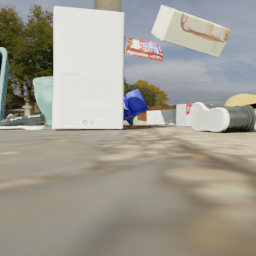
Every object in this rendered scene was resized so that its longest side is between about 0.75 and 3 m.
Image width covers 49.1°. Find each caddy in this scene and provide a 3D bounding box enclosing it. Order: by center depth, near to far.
[{"bbox_3d":[-0.066,-0.682,11.519,1.698,1.261,2.401,-22,3,-4],"label":"caddy"}]

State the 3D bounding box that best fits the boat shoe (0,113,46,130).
[{"bbox_3d":[-2.488,-0.152,6.343,1.241,0.374,0.469,0,1,-4],"label":"boat shoe"}]

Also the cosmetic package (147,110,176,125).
[{"bbox_3d":[2.016,-0.539,14.695,1.099,0.800,2.162,0,-1,-30],"label":"cosmetic package"}]

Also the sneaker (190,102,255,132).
[{"bbox_3d":[1.674,-0.171,5.052,0.753,0.537,1.518,2,6,-11],"label":"sneaker"}]

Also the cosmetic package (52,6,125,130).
[{"bbox_3d":[-0.992,-1.230,6.891,1.533,2.495,2.487,-1,2,-10],"label":"cosmetic package"}]

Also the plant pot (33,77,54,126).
[{"bbox_3d":[-2.326,-0.941,10.892,2.609,1.748,2.609,1,1,0],"label":"plant pot"}]

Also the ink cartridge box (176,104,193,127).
[{"bbox_3d":[2.328,-0.437,9.767,1.071,0.778,0.775,0,1,-18],"label":"ink cartridge box"}]

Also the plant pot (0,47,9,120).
[{"bbox_3d":[-6.204,-1.486,11.041,2.865,2.873,2.926,6,-6,-14],"label":"plant pot"}]

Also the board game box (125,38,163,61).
[{"bbox_3d":[0.582,-2.982,10.468,1.280,0.242,2.487,9,26,-2],"label":"board game box"}]

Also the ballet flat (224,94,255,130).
[{"bbox_3d":[2.871,-0.200,4.824,2.455,0.842,0.774,-2,28,35],"label":"ballet flat"}]

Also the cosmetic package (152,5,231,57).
[{"bbox_3d":[1.995,-3.072,8.921,2.135,0.932,1.104,8,30,-23],"label":"cosmetic package"}]

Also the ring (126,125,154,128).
[{"bbox_3d":[0.342,-0.037,7.990,0.793,0.076,0.793,-1,1,0],"label":"ring"}]
